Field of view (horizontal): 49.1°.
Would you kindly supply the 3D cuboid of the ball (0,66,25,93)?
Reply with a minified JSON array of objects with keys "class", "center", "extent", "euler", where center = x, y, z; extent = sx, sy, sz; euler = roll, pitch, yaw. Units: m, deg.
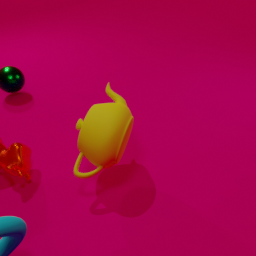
[{"class":"ball","center":[-3.419,-1.412,8.172],"extent":[0.787,0.787,0.787],"euler":[0,38,0]}]

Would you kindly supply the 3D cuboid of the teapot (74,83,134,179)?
[{"class":"teapot","center":[-0.474,0.028,5.374],"extent":[1.008,1.280,2.059],"euler":[19,67,6]}]

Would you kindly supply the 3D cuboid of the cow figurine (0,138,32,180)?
[{"class":"cow figurine","center":[-2.730,0.686,5.687],"extent":[1.465,0.804,1.442],"euler":[-36,71,-4]}]

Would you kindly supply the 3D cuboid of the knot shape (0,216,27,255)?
[{"class":"knot shape","center":[-2.148,1.800,3.473],"extent":[0.776,1.680,1.572],"euler":[1,69,37]}]
